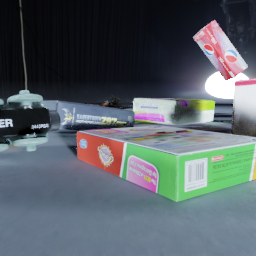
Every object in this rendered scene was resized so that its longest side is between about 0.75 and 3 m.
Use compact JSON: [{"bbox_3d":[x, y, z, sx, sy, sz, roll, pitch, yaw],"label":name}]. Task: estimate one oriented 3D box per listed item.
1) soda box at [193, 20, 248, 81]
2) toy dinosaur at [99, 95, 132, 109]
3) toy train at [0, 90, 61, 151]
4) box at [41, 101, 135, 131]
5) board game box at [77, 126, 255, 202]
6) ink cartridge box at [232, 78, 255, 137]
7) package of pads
[{"bbox_3d":[3.159,-2.613,9.575,0.688,1.965,0.623,-39,4,-15],"label":"soda box"},{"bbox_3d":[-0.816,-1.252,16.026,2.004,1.023,1.360,-24,-4,-16],"label":"toy dinosaur"},{"bbox_3d":[-2.244,0.009,4.299,2.288,0.975,1.304,-7,-3,-37],"label":"toy train"},{"bbox_3d":[-1.317,-0.301,7.099,1.958,0.633,2.483,4,2,-34],"label":"box"},{"bbox_3d":[0.476,0.287,3.598,1.567,0.413,2.047,-4,7,-33],"label":"board game box"},{"bbox_3d":[3.099,-0.084,3.483,2.792,1.178,2.021,-1,6,-11],"label":"ink cartridge box"},{"bbox_3d":[1.598,-0.613,9.960,2.536,0.865,1.959,-5,9,-45],"label":"package of pads"}]
